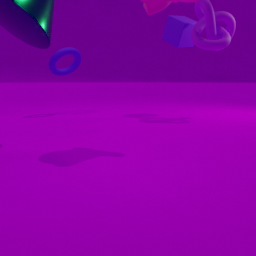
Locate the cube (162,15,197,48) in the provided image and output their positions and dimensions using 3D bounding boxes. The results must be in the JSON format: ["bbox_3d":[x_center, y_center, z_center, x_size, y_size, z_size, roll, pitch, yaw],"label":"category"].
[{"bbox_3d":[2.054,-3.744,10.875,0.939,0.939,0.939,-14,43,-35],"label":"cube"}]

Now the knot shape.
[{"bbox_3d":[2.884,-3.345,9.591,2.037,1.906,0.941,37,-36,-24],"label":"knot shape"}]

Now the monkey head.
[{"bbox_3d":[0.702,-2.790,5.155,1.311,1.822,1.098,9,-22,20],"label":"monkey head"}]

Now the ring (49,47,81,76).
[{"bbox_3d":[-2.422,-2.552,10.830,1.341,1.341,0.268,-10,58,-44],"label":"ring"}]

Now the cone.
[{"bbox_3d":[-1.923,-2.880,5.896,1.672,1.678,1.672,28,-14,8],"label":"cone"}]
